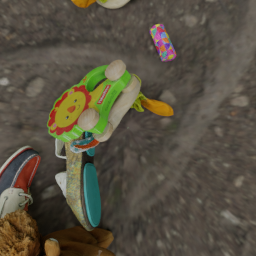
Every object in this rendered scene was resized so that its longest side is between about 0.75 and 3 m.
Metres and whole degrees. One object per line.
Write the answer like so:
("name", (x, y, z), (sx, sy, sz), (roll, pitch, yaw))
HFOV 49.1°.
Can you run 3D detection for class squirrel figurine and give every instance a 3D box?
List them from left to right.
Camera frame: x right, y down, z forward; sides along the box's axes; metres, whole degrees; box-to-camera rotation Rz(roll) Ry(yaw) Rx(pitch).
("squirrel figurine", (-1.497, 2.601, 5.123), (2.572, 2.400, 1.820), (18, 75, 4))

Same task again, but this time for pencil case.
("pencil case", (0.929, -2.279, 7.511), (0.452, 0.452, 1.023), (-18, 76, -5))

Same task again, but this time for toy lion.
("toy lion", (-0.894, -0.529, 5.874), (1.747, 0.626, 1.823), (12, 69, 43))

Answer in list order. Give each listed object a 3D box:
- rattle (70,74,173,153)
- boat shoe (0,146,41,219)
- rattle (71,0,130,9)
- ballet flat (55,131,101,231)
("rattle", (-0.086, 0.017, 6.373), (1.488, 1.633, 2.286), (-15, 40, 37))
("boat shoe", (-2.550, 1.700, 6.082), (0.832, 0.947, 2.661), (22, 80, 20))
("rattle", (-0.142, -3.711, 7.104), (2.223, 1.588, 1.447), (10, 111, 9))
("ballet flat", (-1.198, 0.792, 6.433), (1.059, 1.059, 2.997), (-5, 73, -1))
